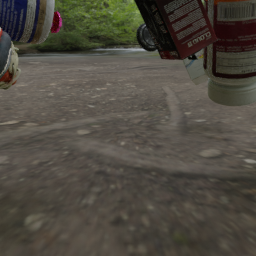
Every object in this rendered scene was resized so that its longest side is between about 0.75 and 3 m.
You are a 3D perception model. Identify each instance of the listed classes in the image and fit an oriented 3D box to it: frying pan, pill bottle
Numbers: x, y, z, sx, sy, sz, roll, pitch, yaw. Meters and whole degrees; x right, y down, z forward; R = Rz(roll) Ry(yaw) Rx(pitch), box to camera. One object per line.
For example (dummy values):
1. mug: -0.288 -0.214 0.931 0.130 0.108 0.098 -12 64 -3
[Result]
1. frying pan: 1.177 -4.044 11.767 2.013 1.218 0.328 -44 14 -21
2. pill bottle: 1.904 -1.480 4.857 1.156 2.026 1.156 -7 34 4
3. pill bottle: -2.535 -2.244 4.717 2.293 1.327 1.327 -1 15 -33

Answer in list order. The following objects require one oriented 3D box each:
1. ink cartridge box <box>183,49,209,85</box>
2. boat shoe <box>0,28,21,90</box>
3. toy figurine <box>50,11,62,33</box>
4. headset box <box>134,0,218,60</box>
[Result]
1. ink cartridge box: 2.138 -1.983 8.463 0.778 1.076 0.792 -25 -13 21
2. boat shoe: -1.896 -0.906 3.989 0.824 0.724 2.315 -47 31 -7
3. toy figurine: -2.866 -3.599 9.105 1.145 1.404 1.526 -32 30 50
4. headset box: 0.569 -1.577 3.838 0.562 1.456 1.084 -29 15 1
